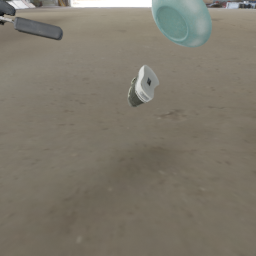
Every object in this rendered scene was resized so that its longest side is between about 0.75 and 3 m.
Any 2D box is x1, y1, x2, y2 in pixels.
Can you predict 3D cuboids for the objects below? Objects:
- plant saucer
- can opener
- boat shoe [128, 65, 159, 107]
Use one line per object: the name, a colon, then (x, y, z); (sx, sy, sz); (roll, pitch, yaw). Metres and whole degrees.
plant saucer: (1.499, -3.361, 8.739); (2.320, 2.320, 0.447); (27, 67, 41)
can opener: (-2.991, -3.145, 8.046); (2.252, 0.753, 0.601); (11, 9, -8)
boat shoe: (0.241, -0.755, 4.971); (0.401, 0.446, 1.261); (-34, 15, 27)
